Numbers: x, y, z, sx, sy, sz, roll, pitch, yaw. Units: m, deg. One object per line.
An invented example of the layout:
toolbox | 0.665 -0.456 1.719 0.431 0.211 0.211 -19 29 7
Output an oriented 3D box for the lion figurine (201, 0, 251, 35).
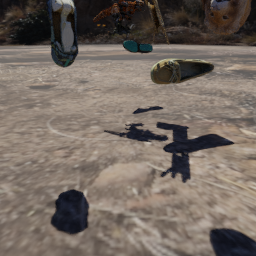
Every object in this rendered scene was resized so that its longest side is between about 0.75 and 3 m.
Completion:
lion figurine | 1.209 -2.826 5.137 0.979 1.654 2.700 -14 37 -25

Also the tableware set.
tableware set | 0.618 -3.832 8.580 0.527 1.738 2.630 -17 -19 13

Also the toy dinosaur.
toy dinosaur | -0.274 -3.746 9.328 1.679 1.139 0.857 2 32 26

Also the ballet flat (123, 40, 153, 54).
ballet flat | 0.333 -3.138 11.013 1.326 0.484 0.484 -1 19 -25

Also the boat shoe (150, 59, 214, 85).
boat shoe | 1.514 -1.597 7.790 1.925 0.702 0.606 -10 11 -28

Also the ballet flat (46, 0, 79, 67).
ballet flat | -1.304 -2.207 5.807 0.681 1.836 0.681 -7 0 0
